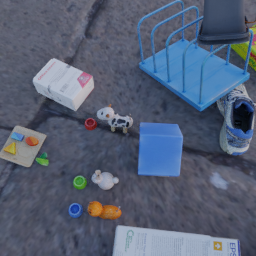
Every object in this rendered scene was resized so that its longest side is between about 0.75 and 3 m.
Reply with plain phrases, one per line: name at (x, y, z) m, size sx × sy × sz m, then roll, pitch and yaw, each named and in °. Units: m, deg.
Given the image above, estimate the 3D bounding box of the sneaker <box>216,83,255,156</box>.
sneaker at (3.192, -0.589, 7.997) m, size 1.008 × 1.115 × 2.617 m, roll 4°, pitch 60°, yaw 2°

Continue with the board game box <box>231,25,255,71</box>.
board game box at (4.730, -2.372, 9.292) m, size 1.249 × 0.585 × 2.459 m, roll -26°, pitch 64°, yaw -14°

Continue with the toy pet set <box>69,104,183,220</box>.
toy pet set at (-0.085, 0.697, 7.037) m, size 2.690 × 1.530 × 2.881 m, roll 3°, pitch 61°, yaw 2°

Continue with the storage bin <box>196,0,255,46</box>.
storage bin at (2.368, -2.890, 6.628) m, size 1.389 × 1.282 × 1.908 m, roll 3°, pitch 35°, yaw 19°

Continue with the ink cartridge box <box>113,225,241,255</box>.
ink cartridge box at (0.934, 3.597, 5.833) m, size 2.740 × 0.593 × 2.690 m, roll 5°, pitch 63°, yaw 6°

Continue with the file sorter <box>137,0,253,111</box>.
file sorter at (1.855, -2.298, 8.237) m, size 1.981 × 1.752 × 2.855 m, roll -32°, pitch 50°, yaw -17°

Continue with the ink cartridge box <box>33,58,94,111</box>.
ink cartridge box at (-1.981, -1.369, 8.711) m, size 1.498 × 0.620 × 1.098 m, roll 26°, pitch 64°, yaw 14°

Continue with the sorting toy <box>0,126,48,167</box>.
sorting toy at (-2.770, 0.546, 7.873) m, size 1.472 × 0.217 × 1.088 m, roll 17°, pitch 62°, yaw 10°
